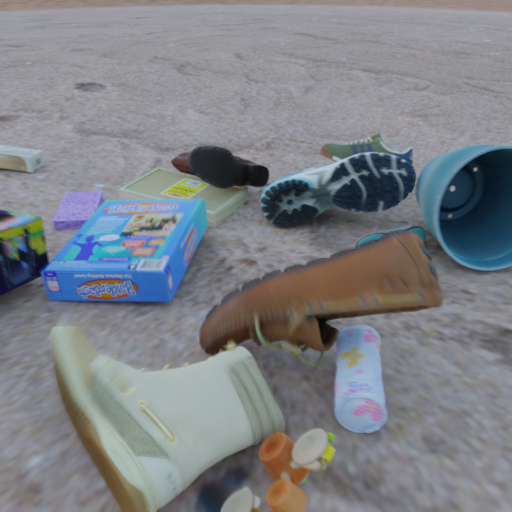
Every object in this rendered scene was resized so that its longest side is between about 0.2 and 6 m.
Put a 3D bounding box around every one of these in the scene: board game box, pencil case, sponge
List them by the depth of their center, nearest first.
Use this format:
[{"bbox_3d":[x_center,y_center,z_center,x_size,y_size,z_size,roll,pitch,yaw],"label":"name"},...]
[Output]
[{"bbox_3d":[1.292,1.505,7.010,0.602,0.657,1.448,-16,25,17],"label":"pencil case"},{"bbox_3d":[-5.530,0.216,8.128,3.074,1.054,3.718,8,23,25],"label":"board game box"},{"bbox_3d":[-2.133,-0.184,9.767,2.049,0.606,2.695,0,31,10],"label":"board game box"},{"bbox_3d":[-3.682,-0.981,11.666,0.797,0.213,1.429,-3,31,-6],"label":"sponge"}]

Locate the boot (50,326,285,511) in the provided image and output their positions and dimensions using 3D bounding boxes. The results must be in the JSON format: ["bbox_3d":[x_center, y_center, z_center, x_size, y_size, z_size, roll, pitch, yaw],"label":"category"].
[{"bbox_3d":[-1.120,1.497,6.560,2.021,0.947,2.601,-21,44,-30],"label":"boot"}]

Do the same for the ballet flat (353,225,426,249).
[{"bbox_3d":[2.356,-0.210,10.192,1.599,0.539,0.509,-13,5,-22],"label":"ballet flat"}]

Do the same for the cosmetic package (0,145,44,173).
[{"bbox_3d":[-5.916,-2.394,13.795,1.144,0.407,0.602,9,27,7],"label":"cosmetic package"}]

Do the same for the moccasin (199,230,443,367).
[{"bbox_3d":[0.723,0.755,7.157,3.214,1.241,1.176,-19,-15,15],"label":"moccasin"}]

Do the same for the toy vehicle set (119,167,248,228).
[{"bbox_3d":[-1.545,-1.317,12.067,2.376,0.315,1.476,16,34,22],"label":"toy vehicle set"}]

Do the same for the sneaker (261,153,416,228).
[{"bbox_3d":[1.610,-1.495,11.295,3.059,1.187,1.320,-9,20,8],"label":"sneaker"}]

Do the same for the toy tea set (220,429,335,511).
[{"bbox_3d":[0.231,2.451,5.490,0.959,0.597,1.613,-14,30,54],"label":"toy tea set"}]

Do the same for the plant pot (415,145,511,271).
[{"bbox_3d":[3.892,-1.069,10.157,2.118,2.118,1.990,-2,19,-4],"label":"plant pot"}]

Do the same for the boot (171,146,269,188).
[{"bbox_3d":[-1.251,-1.995,12.134,2.396,0.769,2.233,21,7,42],"label":"boot"}]

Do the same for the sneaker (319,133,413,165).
[{"bbox_3d":[2.494,-2.313,12.403,2.042,0.917,0.685,24,16,14],"label":"sneaker"}]
